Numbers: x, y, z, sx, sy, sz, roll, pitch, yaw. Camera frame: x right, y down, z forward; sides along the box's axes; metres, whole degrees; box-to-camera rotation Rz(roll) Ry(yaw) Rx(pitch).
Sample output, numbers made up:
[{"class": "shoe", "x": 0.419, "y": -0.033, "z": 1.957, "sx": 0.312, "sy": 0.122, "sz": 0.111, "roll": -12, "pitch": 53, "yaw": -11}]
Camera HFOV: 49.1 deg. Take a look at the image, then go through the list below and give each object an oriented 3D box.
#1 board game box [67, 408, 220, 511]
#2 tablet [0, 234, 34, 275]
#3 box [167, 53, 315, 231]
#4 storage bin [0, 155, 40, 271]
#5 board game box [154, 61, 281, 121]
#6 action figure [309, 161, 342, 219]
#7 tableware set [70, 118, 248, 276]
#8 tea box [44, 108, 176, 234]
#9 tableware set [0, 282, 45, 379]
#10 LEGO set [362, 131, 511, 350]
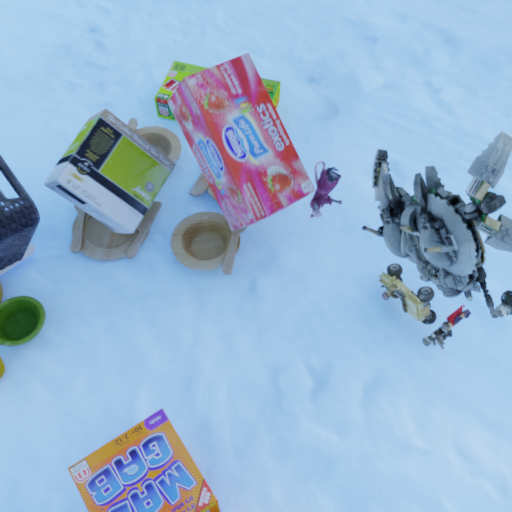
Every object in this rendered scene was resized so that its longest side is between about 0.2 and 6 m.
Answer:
[{"class": "board game box", "x": -1.200, "y": 2.649, "z": 6.280, "sx": 1.158, "sy": 1.158, "sz": 1.159, "roll": -30, "pitch": 63, "yaw": -18}, {"class": "tablet", "x": -4.426, "y": 0.034, "z": 8.206, "sx": 1.954, "sy": 0.133, "sz": 1.271, "roll": -38, "pitch": 74, "yaw": -22}, {"class": "box", "x": -0.225, "y": -1.530, "z": 7.778, "sx": 1.048, "sy": 1.004, "sz": 2.103, "roll": -28, "pitch": 96, "yaw": -21}, {"class": "storage bin", "x": -3.660, "y": -0.505, "z": 7.220, "sx": 0.886, "sy": 1.889, "sz": 1.277, "roll": -36, "pitch": 91, "yaw": -37}, {"class": "board game box", "x": -0.663, "y": -2.776, "z": 9.940, "sx": 2.011, "sy": 0.479, "sz": 1.022, "roll": 14, "pitch": 60, "yaw": 8}, {"class": "action figure", "x": 0.907, "y": -0.878, "z": 7.992, "sx": 0.586, "sy": 0.788, "sz": 0.528, "roll": 40, "pitch": 34, "yaw": 25}, {"class": "tableware set", "x": -1.264, "y": -0.926, "z": 8.883, "sx": 3.179, "sy": 0.369, "sz": 2.656, "roll": 12, "pitch": 59, "yaw": 8}, {"class": "tea box", "x": -2.130, "y": -1.203, "z": 8.208, "sx": 1.301, "sy": 0.869, "sz": 1.279, "roll": 38, "pitch": 74, "yaw": -28}, {"class": "tableware set", "x": -4.629, "y": 0.876, "z": 7.704, "sx": 3.193, "sy": 0.490, "sz": 2.151, "roll": 22, "pitch": 59, "yaw": 15}, {"class": "LEGO set", "x": 1.903, "y": 0.085, "z": 6.356, "sx": 1.019, "sy": 3.596, "sz": 2.335, "roll": -27, "pitch": 46, "yaw": -13}]
